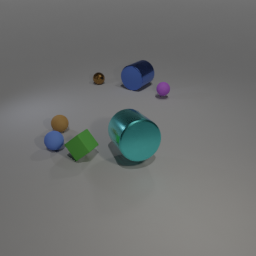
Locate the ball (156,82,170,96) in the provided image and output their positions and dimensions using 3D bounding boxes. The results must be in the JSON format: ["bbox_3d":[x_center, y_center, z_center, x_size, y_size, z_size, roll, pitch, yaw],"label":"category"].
[{"bbox_3d":[1.804,-2.006,14.345,0.700,0.700,0.700,0,29,0],"label":"ball"}]

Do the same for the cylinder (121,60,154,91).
[{"bbox_3d":[0.552,-2.964,15.668,1.400,1.400,1.400,18,33,29],"label":"cylinder"}]

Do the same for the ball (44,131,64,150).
[{"bbox_3d":[-2.673,0.453,10.122,0.700,0.700,0.700,0,29,0],"label":"ball"}]

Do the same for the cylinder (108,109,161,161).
[{"bbox_3d":[0.182,0.196,9.261,1.400,1.400,1.400,-10,21,-17],"label":"cylinder"}]

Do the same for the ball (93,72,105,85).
[{"bbox_3d":[-1.696,-2.883,16.289,0.700,0.700,0.700,0,29,0],"label":"ball"}]

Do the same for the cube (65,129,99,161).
[{"bbox_3d":[-1.579,0.572,9.578,0.700,0.700,0.700,-34,3,27],"label":"cube"}]

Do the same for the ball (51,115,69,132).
[{"bbox_3d":[-2.765,-0.191,11.355,0.700,0.700,0.700,0,29,0],"label":"ball"}]
